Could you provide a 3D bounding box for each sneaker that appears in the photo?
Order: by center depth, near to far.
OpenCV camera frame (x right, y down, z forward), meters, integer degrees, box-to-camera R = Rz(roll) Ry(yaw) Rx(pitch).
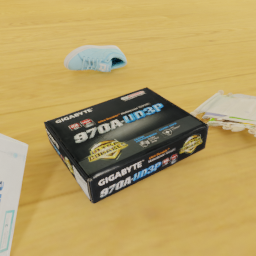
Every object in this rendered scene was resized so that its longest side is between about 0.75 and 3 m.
[{"bbox_3d":[-1.044,-2.362,9.845,2.321,0.858,0.951,-21,52,-28],"label":"sneaker"}]

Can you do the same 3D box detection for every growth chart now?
[{"bbox_3d":[2.926,-0.389,7.038,1.963,0.241,2.713,-31,32,-30],"label":"growth chart"}]

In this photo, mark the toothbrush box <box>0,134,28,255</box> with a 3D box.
[{"bbox_3d":[-2.911,0.917,4.024,2.434,1.038,1.782,2,77,7],"label":"toothbrush box"}]

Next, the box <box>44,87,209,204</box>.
[{"bbox_3d":[-0.067,0.150,6.185,2.865,0.659,2.278,-21,39,-25],"label":"box"}]
